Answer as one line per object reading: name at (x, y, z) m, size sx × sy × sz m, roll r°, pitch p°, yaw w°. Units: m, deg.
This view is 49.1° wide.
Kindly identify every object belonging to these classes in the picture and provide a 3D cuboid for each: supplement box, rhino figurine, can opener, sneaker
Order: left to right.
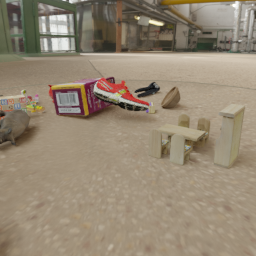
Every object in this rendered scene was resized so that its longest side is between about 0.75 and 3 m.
rhino figurine at (-4.034, -0.003, 9.435) m, size 1.154 × 0.789 × 2.639 m, roll -3°, pitch 21°, yaw -7°
supplement box at (-1.874, -1.464, 12.546) m, size 1.671 × 1.317 × 2.552 m, roll 2°, pitch 18°, yaw 31°
sneaker at (-0.174, -1.378, 11.168) m, size 2.350 × 0.998 × 0.905 m, roll 21°, pitch -14°, yaw -6°
can opener at (1.120, -2.105, 15.938) m, size 0.648 × 0.804 × 2.045 m, roll 49°, pitch 41°, yaw 12°

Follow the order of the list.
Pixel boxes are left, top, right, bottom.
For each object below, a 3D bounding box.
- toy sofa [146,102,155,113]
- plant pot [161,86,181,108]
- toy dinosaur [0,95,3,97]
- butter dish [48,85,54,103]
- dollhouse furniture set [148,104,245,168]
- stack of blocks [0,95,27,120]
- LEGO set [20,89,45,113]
toy sofa at (0.993, -0.934, 12.683) m, size 0.401 × 0.340 × 0.822 m, roll 1°, pitch 19°, yaw 1°
plant pot at (2.104, -1.360, 13.248) m, size 0.538 × 1.165 × 1.165 m, roll 35°, pitch 18°, yaw -9°
toy dinosaur at (-6.137, -0.889, 12.180) m, size 2.068 × 1.056 × 1.404 m, roll 26°, pitch 41°, yaw 14°
butter dish at (-3.534, -1.584, 14.067) m, size 1.066 × 0.788 × 1.063 m, roll 17°, pitch -16°, yaw 28°
dollhouse furniture set at (2.011, 0.022, 8.191) m, size 2.303 × 1.530 × 2.019 m, roll 13°, pitch 23°, yaw 33°
stack of blocks at (-4.988, -0.761, 11.333) m, size 1.641 × 0.945 × 0.481 m, roll -11°, pitch 22°, yaw -28°
LEGO set at (-4.543, -1.294, 13.059) m, size 0.998 × 0.807 × 2.169 m, roll -9°, pitch 21°, yaw -24°
